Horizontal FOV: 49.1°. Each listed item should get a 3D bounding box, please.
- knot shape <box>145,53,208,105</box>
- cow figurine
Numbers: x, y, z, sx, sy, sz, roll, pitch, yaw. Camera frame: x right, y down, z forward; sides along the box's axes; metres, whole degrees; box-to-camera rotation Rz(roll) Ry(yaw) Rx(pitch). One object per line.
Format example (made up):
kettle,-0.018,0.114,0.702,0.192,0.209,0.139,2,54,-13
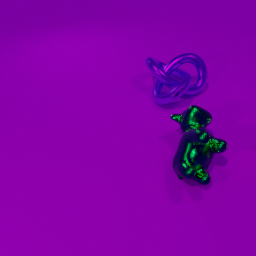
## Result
knot shape,1.405,-1.447,7.795,1.683,0.831,1.798,-11,54,-7
cow figurine,1.344,0.312,5.919,0.872,1.589,1.563,24,0,-19
